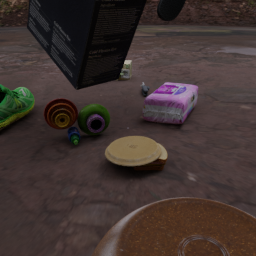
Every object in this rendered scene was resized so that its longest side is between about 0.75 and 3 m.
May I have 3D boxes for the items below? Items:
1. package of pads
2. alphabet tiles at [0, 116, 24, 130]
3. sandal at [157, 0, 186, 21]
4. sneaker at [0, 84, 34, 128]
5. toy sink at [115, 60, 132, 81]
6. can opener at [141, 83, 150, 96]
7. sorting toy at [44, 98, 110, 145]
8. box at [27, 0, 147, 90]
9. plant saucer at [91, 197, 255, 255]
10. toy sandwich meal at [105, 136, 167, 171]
[{"bbox_3d":[1.360,-0.808,8.696,1.242,0.780,2.061,10,26,22],"label":"package of pads"},{"bbox_3d":[-4.612,-0.167,8.112,2.436,0.110,2.914,6,24,14],"label":"alphabet tiles"},{"bbox_3d":[1.194,-3.417,7.360,0.424,0.666,1.771,9,57,45],"label":"sandal"},{"bbox_3d":[-3.476,-0.802,8.099,0.942,1.062,2.542,2,23,6],"label":"sneaker"},{"bbox_3d":[-0.169,-2.630,12.832,0.642,0.747,1.146,4,23,8],"label":"toy sink"},{"bbox_3d":[0.687,-1.518,10.898,0.364,0.288,1.095,0,24,-1],"label":"can opener"},{"bbox_3d":[-1.213,-0.105,6.880,1.705,1.024,0.700,11,20,-22],"label":"sorting toy"},{"bbox_3d":[-1.243,-3.035,7.307,1.527,2.671,2.933,-22,62,-35],"label":"box"},{"bbox_3d":[0.901,1.706,3.414,2.917,0.534,2.917,0,25,0],"label":"plant saucer"},{"bbox_3d":[0.165,0.592,6.045,1.341,0.459,1.341,-3,24,1],"label":"toy sandwich meal"}]
